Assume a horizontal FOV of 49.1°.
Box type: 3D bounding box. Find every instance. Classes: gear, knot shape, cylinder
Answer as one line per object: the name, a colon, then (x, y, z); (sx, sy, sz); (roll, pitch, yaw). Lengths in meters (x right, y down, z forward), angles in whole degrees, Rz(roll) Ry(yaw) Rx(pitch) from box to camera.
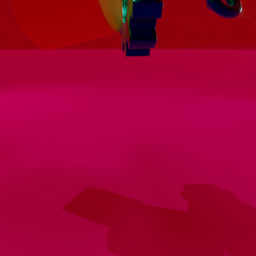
gear: (0.109, -1.931, 3.794); (0.341, 1.845, 1.845); (-3, 17, -7)
knot shape: (1.821, -2.801, 5.454); (0.663, 1.434, 1.342); (-4, 10, 18)
cylinder: (-0.726, -1.619, 3.530); (1.052, 1.052, 1.052); (-7, 14, 18)
